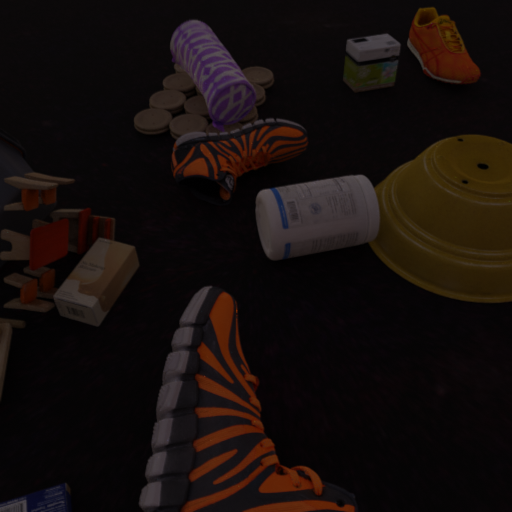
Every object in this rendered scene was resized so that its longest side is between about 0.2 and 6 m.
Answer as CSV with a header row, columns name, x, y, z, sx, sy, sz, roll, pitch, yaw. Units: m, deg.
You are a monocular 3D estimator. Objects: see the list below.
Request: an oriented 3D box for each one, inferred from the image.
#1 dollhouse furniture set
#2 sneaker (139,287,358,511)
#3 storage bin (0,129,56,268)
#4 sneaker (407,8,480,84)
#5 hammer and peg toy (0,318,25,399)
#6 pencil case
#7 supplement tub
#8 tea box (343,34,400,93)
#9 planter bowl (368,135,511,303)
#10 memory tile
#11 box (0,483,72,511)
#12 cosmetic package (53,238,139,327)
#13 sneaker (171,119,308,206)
name,x,y,z,sx,sy,sz,roll,pitch,yaw
dollhouse furniture set,-2.645,-0.240,7.620,0.866,1.682,1.664,8,14,5
sneaker,-0.027,1.988,5.713,1.989,1.377,3.551,6,56,0
storage bin,-3.921,-0.711,7.813,1.360,1.474,2.025,40,88,21
sneaker,4.017,-4.577,12.183,0.959,1.013,2.627,-11,48,-12
hammer and peg toy,-3.619,1.171,6.823,1.277,0.612,1.736,-6,46,-6
pencil case,-0.888,-3.476,10.593,1.020,1.001,2.385,-44,52,19
supplement tub,0.867,-0.566,8.212,1.600,1.056,1.056,-10,46,-10
tea box,2.390,-4.009,11.661,0.936,0.921,0.625,-14,45,-12
planter bowl,3.233,-0.890,8.371,3.126,1.302,3.126,0,46,0
memory tile,-0.964,-3.144,11.298,2.247,0.246,2.932,11,46,11
box,-2.145,2.940,5.377,0.782,0.209,1.291,-13,46,-12
cosmetic package,-2.186,0.338,7.770,0.631,0.427,1.200,13,47,12
sneaker,-0.237,-1.482,9.353,2.354,0.913,1.319,-10,50,5
